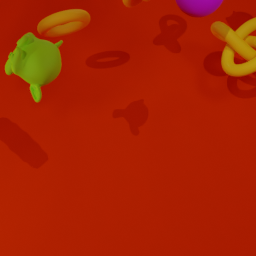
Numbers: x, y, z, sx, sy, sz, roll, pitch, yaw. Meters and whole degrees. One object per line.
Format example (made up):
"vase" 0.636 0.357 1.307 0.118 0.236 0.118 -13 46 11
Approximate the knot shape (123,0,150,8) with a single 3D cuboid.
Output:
"knot shape" 0.210 -3.772 6.641 0.770 1.667 1.560 1 105 7

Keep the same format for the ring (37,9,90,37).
"ring" -1.567 -2.559 6.894 1.326 1.326 0.265 -18 98 -8

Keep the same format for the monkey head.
"monkey head" -1.508 -1.004 4.476 0.744 0.889 1.235 30 58 -32

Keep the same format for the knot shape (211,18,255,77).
"knot shape" 3.041 -2.084 6.925 1.716 0.848 1.834 -14 58 -13

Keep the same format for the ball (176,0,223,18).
"ball" 1.387 -2.649 5.411 0.958 0.958 0.958 0 65 0
